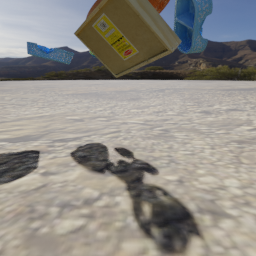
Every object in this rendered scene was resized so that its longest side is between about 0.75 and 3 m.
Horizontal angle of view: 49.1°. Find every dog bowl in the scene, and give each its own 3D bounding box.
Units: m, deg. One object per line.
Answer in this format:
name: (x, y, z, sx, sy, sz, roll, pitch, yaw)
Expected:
dog bowl: (1.597, -2.725, 7.190, 0.446, 1.797, 1.002, -25, 49, -18)
dog bowl: (-2.643, -2.511, 9.440, 1.615, 0.400, 0.900, 15, 8, 3)

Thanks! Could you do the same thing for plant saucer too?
plant saucer: (-0.058, -2.579, 6.196, 2.282, 0.427, 2.282, -30, -2, -1)

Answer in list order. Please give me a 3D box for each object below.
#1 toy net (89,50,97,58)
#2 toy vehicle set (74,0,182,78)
toy net: (-0.403, -3.731, 10.871, 1.416, 2.699, 0.521, 6, -28, 39)
toy vehicle set: (-0.090, -1.077, 3.315, 0.179, 0.840, 1.352, -53, 21, -19)
